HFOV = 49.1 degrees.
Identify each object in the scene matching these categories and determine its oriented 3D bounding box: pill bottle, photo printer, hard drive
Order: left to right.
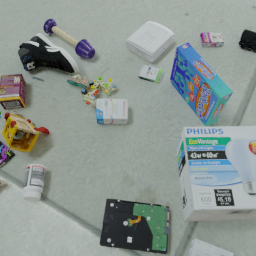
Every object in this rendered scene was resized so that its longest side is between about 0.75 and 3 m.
[{"bbox_3d":[-3.230,1.877,9.636,0.648,0.648,1.139,-1,61,0],"label":"pill bottle"},{"bbox_3d":[0.244,3.156,9.060,2.122,0.402,1.483,5,61,4],"label":"hard drive"},{"bbox_3d":[1.084,-4.069,12.933,1.625,0.678,1.953,34,66,18],"label":"photo printer"}]

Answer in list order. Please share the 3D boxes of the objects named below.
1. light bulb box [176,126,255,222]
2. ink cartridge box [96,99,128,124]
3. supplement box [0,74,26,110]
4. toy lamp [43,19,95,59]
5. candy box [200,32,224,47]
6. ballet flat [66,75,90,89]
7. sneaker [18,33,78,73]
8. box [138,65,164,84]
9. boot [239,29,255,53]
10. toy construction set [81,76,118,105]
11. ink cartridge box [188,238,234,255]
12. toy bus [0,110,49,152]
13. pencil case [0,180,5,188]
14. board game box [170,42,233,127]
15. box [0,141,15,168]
[{"bbox_3d":[3.154,1.489,9.227,2.748,1.730,2.772,-2,61,-1],"label":"light bulb box"},{"bbox_3d":[-0.623,-0.649,11.062,1.229,0.520,0.888,1,65,-2],"label":"ink cartridge box"},{"bbox_3d":[-4.730,-1.500,11.500,0.860,0.678,1.313,-6,61,-3],"label":"supplement box"},{"bbox_3d":[-2.686,-4.060,12.881,2.850,0.829,0.829,34,66,19],"label":"toy lamp"},{"bbox_3d":[3.945,-4.165,13.204,0.995,0.303,0.678,-2,61,-1],"label":"candy box"},{"bbox_3d":[-2.033,-1.963,11.678,1.363,0.464,0.458,22,80,38],"label":"ballet flat"},{"bbox_3d":[-3.595,-2.830,12.120,1.662,1.085,2.971,-43,61,-17],"label":"sneaker"},{"bbox_3d":[1.016,-2.364,12.282,0.967,0.176,0.698,17,62,11],"label":"box"},{"bbox_3d":[6.104,-4.277,13.104,1.490,0.673,1.818,21,63,16],"label":"boot"},{"bbox_3d":[-1.292,-1.481,11.508,1.073,0.754,1.636,31,54,17],"label":"toy construction set"},{"bbox_3d":[2.426,4.107,8.467,1.208,0.506,1.060,19,63,11],"label":"ink cartridge box"},{"bbox_3d":[-4.110,0.149,10.347,1.872,1.984,1.025,26,94,6],"label":"toy bus"},{"bbox_3d":[-4.682,2.157,9.625,0.437,0.380,0.976,24,62,29],"label":"pencil case"},{"bbox_3d":[2.681,-1.630,10.807,0.602,2.036,2.677,-26,63,-14],"label":"board game box"},{"bbox_3d":[-4.824,0.926,10.437,0.990,0.179,0.708,35,66,19],"label":"box"}]
